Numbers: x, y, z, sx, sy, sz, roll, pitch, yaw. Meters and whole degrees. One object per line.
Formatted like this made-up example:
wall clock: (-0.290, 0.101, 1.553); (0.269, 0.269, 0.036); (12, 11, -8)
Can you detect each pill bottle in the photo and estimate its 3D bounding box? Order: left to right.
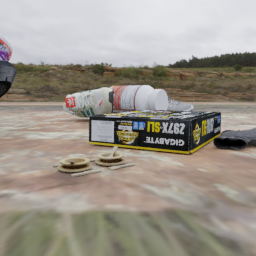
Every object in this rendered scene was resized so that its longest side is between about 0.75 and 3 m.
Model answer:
pill bottle: (-5.178, -2.041, 9.676); (1.450, 2.602, 1.450); (9, -30, 5)
pill bottle: (0.324, -1.045, 11.359); (2.412, 1.353, 1.353); (5, 8, 35)

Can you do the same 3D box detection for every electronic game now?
electronic game: (-3.976, -0.705, 6.452); (2.980, 0.620, 2.980); (-30, 6, 4)

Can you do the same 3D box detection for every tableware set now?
tableware set: (-0.443, 0.404, 3.650); (0.958, 0.192, 0.633); (-5, 8, -36)

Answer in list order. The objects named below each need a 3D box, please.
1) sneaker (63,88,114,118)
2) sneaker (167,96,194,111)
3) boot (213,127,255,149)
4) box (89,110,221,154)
sneaker: (-1.487, -0.822, 9.930); (1.296, 0.976, 2.773); (2, -5, -27)
sneaker: (1.801, -1.125, 13.301); (2.601, 1.066, 0.972); (3, 7, 26)
boot: (2.086, 0.220, 4.898); (1.060, 0.370, 0.698); (-9, 5, 27)
box: (0.702, -0.034, 5.790); (1.966, 0.607, 2.462); (2, 6, 28)
